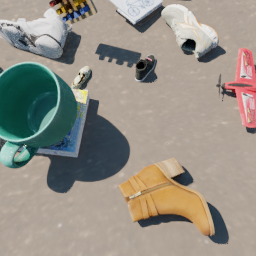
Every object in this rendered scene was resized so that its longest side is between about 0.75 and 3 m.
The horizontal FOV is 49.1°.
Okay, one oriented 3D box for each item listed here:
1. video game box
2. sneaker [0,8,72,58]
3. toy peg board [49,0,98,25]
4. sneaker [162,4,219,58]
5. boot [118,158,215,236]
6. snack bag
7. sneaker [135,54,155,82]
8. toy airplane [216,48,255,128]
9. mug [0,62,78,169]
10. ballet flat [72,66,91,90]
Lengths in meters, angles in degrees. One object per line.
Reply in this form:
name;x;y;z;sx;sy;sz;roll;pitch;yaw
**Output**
video game box;-2.433;-0.271;9.008;2.049;0.526;2.249;5;65;5
sneaker;-3.431;-3.666;10.382;2.690;1.011;1.546;21;66;4
toy peg board;-1.901;-3.944;8.750;1.358;1.352;0.664;-3;36;39
sneaker;2.071;-3.594;10.393;1.157;0.952;2.515;-43;70;-14
boot;1.000;2.155;7.677;1.916;0.913;2.477;-24;55;-12
snack bag;0.174;-5.090;11.086;1.864;0.199;1.757;42;67;10
sneaker;0.644;-2.281;9.899;0.453;0.636;1.282;25;66;13
toy airplane;4.461;-1.339;9.482;2.981;0.548;2.981;0;72;0
mug;-2.665;-0.390;7.820;2.586;1.599;2.125;-42;73;3
ballet flat;-1.629;-1.802;9.828;0.379;0.350;1.124;20;66;9
